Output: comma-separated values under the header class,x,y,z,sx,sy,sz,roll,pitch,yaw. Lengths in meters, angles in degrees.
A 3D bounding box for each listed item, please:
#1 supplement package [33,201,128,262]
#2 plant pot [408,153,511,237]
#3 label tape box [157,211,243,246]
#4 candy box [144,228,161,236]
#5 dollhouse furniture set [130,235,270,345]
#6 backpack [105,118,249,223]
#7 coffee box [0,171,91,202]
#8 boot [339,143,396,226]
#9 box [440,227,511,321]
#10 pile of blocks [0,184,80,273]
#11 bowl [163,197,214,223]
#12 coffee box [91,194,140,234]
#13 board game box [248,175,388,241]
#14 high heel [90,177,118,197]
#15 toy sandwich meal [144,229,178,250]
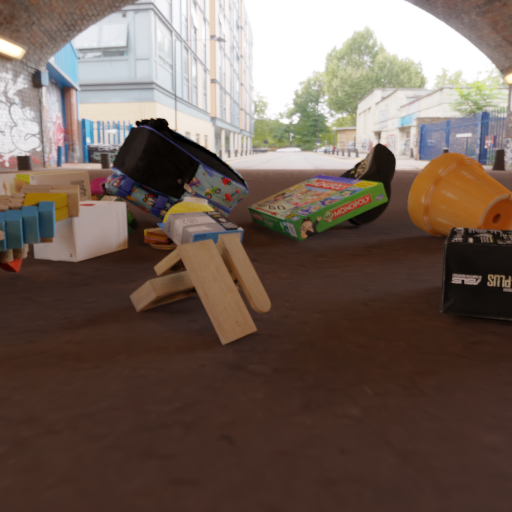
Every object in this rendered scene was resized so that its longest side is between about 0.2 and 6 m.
class,x,y,z,sx,sy,sz,roll,pitch,yaw
supplement package,-2.945,-0.453,9.480,0.865,0.854,1.427,4,12,21
plant pot,4.037,-0.957,10.676,1.658,1.658,1.518,-5,28,-26
label tape box,-1.018,-0.508,9.939,1.001,0.462,1.397,-7,31,-33
candy box,-1.534,-0.431,11.163,1.287,0.170,0.658,7,13,33
dollhouse furniture set,-0.546,0.545,5.993,1.255,1.022,1.193,-35,-13,36
backpack,-1.762,-1.695,12.975,2.933,1.973,2.678,28,1,-24
coffee box,-4.262,-1.050,11.359,1.285,1.297,1.299,6,14,32
boot,2.386,-1.418,14.041,2.050,0.980,2.714,-37,20,50
box,2.899,0.164,6.294,1.486,0.782,1.815,4,9,20
pile of blocks,-3.548,-0.048,7.260,1.414,1.071,3.446,21,28,29
bowl,-1.271,-0.848,11.410,1.198,0.645,1.198,8,0,0
coffee box,-3.244,-0.920,11.967,1.415,0.870,0.311,7,52,35
board game box,1.209,-1.136,12.326,2.046,0.443,3.041,-26,17,-12
high heel,-3.755,-1.465,14.151,1.405,0.986,2.929,-2,13,18
toy sandwich meal,-1.582,-0.330,10.262,0.916,0.314,0.916,0,11,0
